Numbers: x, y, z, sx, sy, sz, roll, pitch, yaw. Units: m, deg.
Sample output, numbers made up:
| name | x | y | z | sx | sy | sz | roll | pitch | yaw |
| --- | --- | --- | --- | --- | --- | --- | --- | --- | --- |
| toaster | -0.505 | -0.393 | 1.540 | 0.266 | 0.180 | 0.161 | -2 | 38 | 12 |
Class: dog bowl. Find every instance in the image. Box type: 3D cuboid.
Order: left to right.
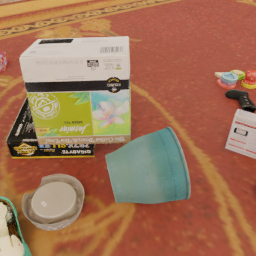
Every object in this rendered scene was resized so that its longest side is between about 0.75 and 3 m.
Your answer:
| name | x | y | z | sx | sy | sz | roll | pitch | yaw |
| --- | --- | --- | --- | --- | --- | --- | --- | --- | --- |
| dog bowl | -1.686 | 1.718 | 6.464 | 1.398 | 0.410 | 1.398 | 0 | 38 | 0 |

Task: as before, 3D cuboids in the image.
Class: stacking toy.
| name | x | y | z | sx | sy | sz | roll | pitch | yaw |
| --- | --- | --- | --- | --- | --- | --- | --- | --- | --- |
| stacking toy | 4.251 | -2.125 | 11.069 | 1.484 | 0.627 | 1.343 | -4 | 39 | -6 |

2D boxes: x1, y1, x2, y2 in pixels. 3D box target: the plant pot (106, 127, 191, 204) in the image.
| name | x | y | z | sx | sy | sz | roll | pitch | yaw |
| --- | --- | --- | --- | --- | --- | --- | --- | --- | --- |
| plant pot | 0.371 | 0.981 | 6.466 | 1.614 | 1.718 | 1.718 | -13 | 40 | -4 |

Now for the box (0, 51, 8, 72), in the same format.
| name | x | y | z | sx | sy | sz | roll | pitch | yaw |
| --- | --- | --- | --- | --- | --- | --- | --- | --- | --- |
| box | -5.557 | -2.875 | 12.107 | 0.473 | 0.493 | 0.990 | -7 | 39 | -8 |

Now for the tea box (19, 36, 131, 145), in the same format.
| name | x | y | z | sx | sy | sz | roll | pitch | yaw |
| --- | --- | --- | --- | --- | --- | --- | --- | --- | --- |
| tea box | -1.101 | -0.934 | 6.998 | 2.344 | 2.306 | 1.566 | -2 | 32 | 1 |

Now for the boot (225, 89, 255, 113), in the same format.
| name | x | y | z | sx | sy | sz | roll | pitch | yaw |
| --- | --- | --- | --- | --- | --- | --- | --- | --- | --- |
| boot | 3.948 | -0.939 | 9.868 | 0.852 | 0.339 | 1.033 | 0 | 43 | 3 |

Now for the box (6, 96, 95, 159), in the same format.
| name | x | y | z | sx | sy | sz | roll | pitch | yaw |
| --- | --- | --- | --- | --- | --- | --- | --- | --- | --- |
| box | -2.135 | -0.322 | 8.764 | 2.370 | 0.732 | 2.968 | 0 | 39 | -3 |

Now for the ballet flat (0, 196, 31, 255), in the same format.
| name | x | y | z | sx | sy | sz | roll | pitch | yaw |
| --- | --- | --- | --- | --- | --- | --- | --- | --- | --- |
| ballet flat | -2.458 | 2.211 | 5.567 | 0.731 | 0.764 | 2.172 | -20 | 43 | -22 |

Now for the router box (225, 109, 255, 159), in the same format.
| name | x | y | z | sx | sy | sz | roll | pitch | yaw |
| --- | --- | --- | --- | --- | --- | --- | --- | --- | --- |
| router box | 3.483 | 0.250 | 7.636 | 1.369 | 1.229 | 0.334 | 21 | 44 | 23 |
